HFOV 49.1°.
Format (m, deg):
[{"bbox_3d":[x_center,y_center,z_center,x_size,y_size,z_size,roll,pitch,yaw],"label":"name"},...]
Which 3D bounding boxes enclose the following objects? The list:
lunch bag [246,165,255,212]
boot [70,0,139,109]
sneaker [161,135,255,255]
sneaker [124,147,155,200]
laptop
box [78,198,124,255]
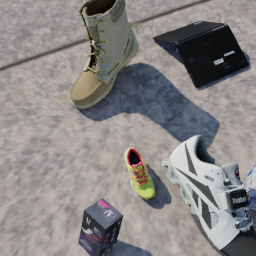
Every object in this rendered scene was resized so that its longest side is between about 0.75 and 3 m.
[{"bbox_3d":[3.156,1.452,6.101,1.060,0.657,0.901,16,55,9],"label":"lunch bag"},{"bbox_3d":[-0.832,-2.064,7.408,1.013,2.175,2.812,31,74,23],"label":"boot"},{"bbox_3d":[1.906,1.381,5.630,1.082,1.293,2.921,-1,47,-48],"label":"sneaker"},{"bbox_3d":[0.232,1.010,6.369,0.509,0.588,1.303,-23,73,-9],"label":"sneaker"},{"bbox_3d":[2.299,-2.507,9.111,2.078,1.211,2.345,-24,85,-15],"label":"laptop"},{"bbox_3d":[-0.537,1.976,5.437,0.600,0.982,0.521,31,34,29],"label":"box"}]
